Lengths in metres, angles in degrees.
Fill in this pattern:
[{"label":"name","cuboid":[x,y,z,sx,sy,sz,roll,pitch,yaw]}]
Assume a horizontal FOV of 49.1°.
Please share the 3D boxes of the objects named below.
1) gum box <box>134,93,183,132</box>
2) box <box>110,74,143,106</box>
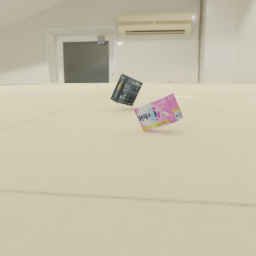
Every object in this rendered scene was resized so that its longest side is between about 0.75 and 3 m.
[{"label":"gum box","cuboid":[0.804,-0.403,7.806,1.270,0.721,0.420,-18,7,43]},{"label":"box","cuboid":[-0.034,-1.694,12.750,0.403,1.245,1.579,31,12,26]}]
